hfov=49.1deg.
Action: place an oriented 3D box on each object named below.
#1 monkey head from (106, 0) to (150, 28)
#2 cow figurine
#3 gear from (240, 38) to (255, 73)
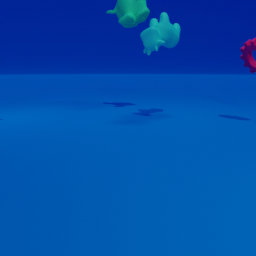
[{"bbox_3d":[0.010,-4.267,10.039,1.936,1.167,1.393,-20,10,35],"label":"monkey head"},{"bbox_3d":[1.039,-2.778,8.650,1.478,1.454,0.811,19,-24,-40],"label":"cow figurine"},{"bbox_3d":[3.675,-1.994,7.919,0.200,1.083,1.083,-35,22,-12],"label":"gear"}]
